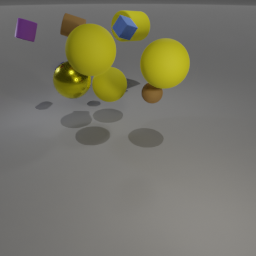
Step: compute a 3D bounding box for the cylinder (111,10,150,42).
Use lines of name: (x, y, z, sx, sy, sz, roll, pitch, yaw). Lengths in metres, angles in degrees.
cylinder: (0.136, -4.986, 13.728, 1.400, 1.400, 1.400, 21, 29, 35)

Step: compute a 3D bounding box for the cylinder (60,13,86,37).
cylinder: (-1.799, -3.318, 9.213, 0.700, 0.700, 0.700, 15, 25, -11)

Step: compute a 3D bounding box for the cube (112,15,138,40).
cube: (-0.138, -4.465, 12.492, 0.700, 0.700, 0.700, -2, 53, -46)

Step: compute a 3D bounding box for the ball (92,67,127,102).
ball: (-0.739, -1.747, 11.283, 1.400, 1.400, 1.400, 0, 27, 0)

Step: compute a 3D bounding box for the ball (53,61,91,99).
ball: (-2.081, -1.792, 10.445, 1.400, 1.400, 1.400, 0, 27, 0)

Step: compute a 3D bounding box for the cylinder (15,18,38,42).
cylinder: (-3.783, -3.638, 10.410, 0.700, 0.700, 0.700, 15, 13, -4)

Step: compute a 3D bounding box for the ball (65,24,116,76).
ball: (-1.030, -2.155, 7.777, 1.400, 1.400, 1.400, 0, 27, 0)

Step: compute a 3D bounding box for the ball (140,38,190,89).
ball: (1.044, -1.828, 7.992, 1.400, 1.400, 1.400, 0, 27, 0)

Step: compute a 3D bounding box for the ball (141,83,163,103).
ball: (0.789, -1.151, 9.148, 0.700, 0.700, 0.700, 0, 27, 0)
